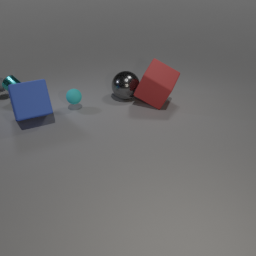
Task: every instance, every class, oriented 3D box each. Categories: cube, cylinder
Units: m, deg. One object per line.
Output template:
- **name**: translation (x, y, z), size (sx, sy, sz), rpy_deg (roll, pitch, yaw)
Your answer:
- **cube**: translation (1.311, -1.999, 12.773), size (1.400, 1.400, 1.400), rpy_deg (29, 51, 0)
- **cube**: translation (-4.037, -1.115, 11.535), size (1.400, 1.400, 1.400), rpy_deg (-15, 6, -23)
- **cylinder**: translation (-5.206, -1.915, 12.718), size (0.700, 0.700, 0.700), rpy_deg (40, 39, 5)

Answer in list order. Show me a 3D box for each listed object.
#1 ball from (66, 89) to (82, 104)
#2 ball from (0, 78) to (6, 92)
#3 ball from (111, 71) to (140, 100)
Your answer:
- **ball**: translation (-2.435, -1.416, 12.612), size (0.700, 0.700, 0.700), rpy_deg (0, 30, 0)
- **ball**: translation (-6.198, -2.084, 13.526), size (0.700, 0.700, 0.700), rpy_deg (0, 30, 0)
- **ball**: translation (-0.105, -2.075, 13.670), size (1.400, 1.400, 1.400), rpy_deg (0, 30, 0)
